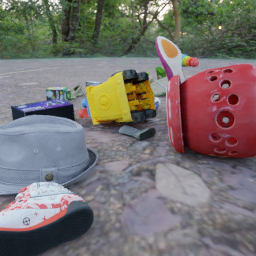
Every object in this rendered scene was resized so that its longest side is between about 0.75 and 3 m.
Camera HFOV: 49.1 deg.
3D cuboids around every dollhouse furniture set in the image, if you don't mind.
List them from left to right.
[{"bbox_3d":[1.827,-2.290,16.136,1.632,1.250,2.491,-26,42,-12],"label":"dollhouse furniture set"}]

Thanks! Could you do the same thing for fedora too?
[{"bbox_3d":[-2.050,0.429,6.399,2.716,1.226,2.402,-3,18,-10],"label":"fedora"}]

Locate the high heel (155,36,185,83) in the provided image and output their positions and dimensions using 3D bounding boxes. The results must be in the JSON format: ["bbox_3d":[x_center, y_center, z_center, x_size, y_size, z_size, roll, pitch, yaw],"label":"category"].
[{"bbox_3d":[1.451,-1.826,9.395,0.816,2.423,1.162,-30,-7,-28],"label":"high heel"}]

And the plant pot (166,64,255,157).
[{"bbox_3d":[2.134,-0.369,7.260,2.142,2.353,2.353,-5,16,12],"label":"plant pot"}]

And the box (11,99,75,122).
[{"bbox_3d":[-3.097,-0.519,10.259,1.856,0.732,1.310,-15,20,-39],"label":"box"}]

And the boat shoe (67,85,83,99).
[{"bbox_3d":[-2.971,-1.906,14.856,0.653,0.558,1.780,5,18,16],"label":"boat shoe"}]

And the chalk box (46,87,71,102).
[{"bbox_3d":[-3.330,-1.597,13.656,1.142,0.713,0.708,1,18,-1],"label":"chalk box"}]

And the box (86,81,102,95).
[{"bbox_3d":[-1.849,-2.128,15.239,0.957,0.758,0.231,10,21,26],"label":"box"}]

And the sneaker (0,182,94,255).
[{"bbox_3d":[-1.682,1.413,4.199,2.114,0.706,1.133,-9,18,-36],"label":"sneaker"}]

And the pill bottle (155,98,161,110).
[{"bbox_3d":[1.002,-0.993,11.930,0.591,0.591,0.987,10,20,28],"label":"pill bottle"}]

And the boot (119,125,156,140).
[{"bbox_3d":[0.305,0.109,9.009,0.850,0.339,0.935,-11,14,-38],"label":"boot"}]

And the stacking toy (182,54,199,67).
[{"bbox_3d":[2.621,-2.944,12.460,0.619,0.619,1.451,-8,22,-23],"label":"stacking toy"}]

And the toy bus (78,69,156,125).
[{"bbox_3d":[-0.444,-0.926,10.248,2.525,1.785,2.631,-13,2,26],"label":"toy bus"}]
